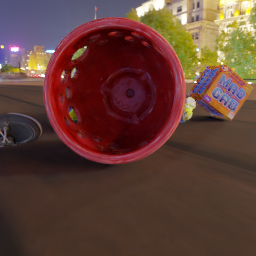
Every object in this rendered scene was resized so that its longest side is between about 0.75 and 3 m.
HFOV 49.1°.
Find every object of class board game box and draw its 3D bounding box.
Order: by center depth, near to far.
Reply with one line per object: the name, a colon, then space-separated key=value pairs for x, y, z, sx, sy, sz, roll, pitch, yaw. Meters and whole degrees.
board game box: x=2.745 y=-1.088 z=8.498 sx=1.154 sy=1.155 sz=1.154 roll=34 pitch=2 yaw=-15

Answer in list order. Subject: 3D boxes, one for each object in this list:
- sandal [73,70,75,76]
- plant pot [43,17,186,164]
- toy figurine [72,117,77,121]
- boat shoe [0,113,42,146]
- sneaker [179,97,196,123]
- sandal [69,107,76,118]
sandal: x=-0.661 y=-1.005 z=7.549 sx=1.167 sy=0.705 sz=2.869 roll=13 pitch=31 yaw=-37
plant pot: x=-0.110 y=-0.581 z=4.780 sx=2.081 sy=2.081 sz=1.895 roll=1 pitch=6 yaw=8
toy figurine: x=-0.963 y=-1.162 z=9.053 sx=1.362 sy=1.546 sz=2.581 roll=1 pitch=10 yaw=7
boat shoe: x=-2.402 y=0.072 z=4.866 sx=1.837 sy=0.614 sz=0.524 roll=5 pitch=32 yaw=15
sneaker: x=1.481 y=-0.455 z=7.260 sx=0.316 sy=0.438 sz=0.834 roll=36 pitch=45 yaw=-5
sandal: x=-1.446 y=-0.843 z=8.249 sx=0.613 sy=0.559 sz=1.408 roll=35 pitch=50 yaw=2
